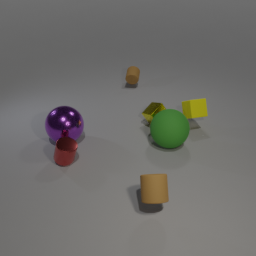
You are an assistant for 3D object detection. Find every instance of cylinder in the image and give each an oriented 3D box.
[{"bbox_3d":[-2.064,0.772,9.243,0.700,0.700,0.700,13,40,-11],"label":"cylinder"},{"bbox_3d":[0.677,1.548,7.214,0.700,0.700,0.700,-3,-7,0],"label":"cylinder"},{"bbox_3d":[0.254,-2.794,14.847,0.700,0.700,0.700,4,52,7],"label":"cylinder"}]

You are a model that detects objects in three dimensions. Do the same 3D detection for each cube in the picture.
[{"bbox_3d":[1.133,-0.552,11.326,0.700,0.700,0.700,-47,28,-16],"label":"cube"},{"bbox_3d":[2.598,-0.748,10.951,0.700,0.700,0.700,-7,2,-17],"label":"cube"}]

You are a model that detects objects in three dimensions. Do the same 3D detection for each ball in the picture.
[{"bbox_3d":[-2.316,-0.115,10.245,1.400,1.400,1.400,0,30,0],"label":"ball"},{"bbox_3d":[1.489,0.020,10.001,1.400,1.400,1.400,0,30,0],"label":"ball"}]
